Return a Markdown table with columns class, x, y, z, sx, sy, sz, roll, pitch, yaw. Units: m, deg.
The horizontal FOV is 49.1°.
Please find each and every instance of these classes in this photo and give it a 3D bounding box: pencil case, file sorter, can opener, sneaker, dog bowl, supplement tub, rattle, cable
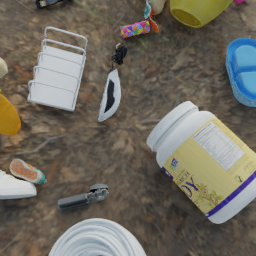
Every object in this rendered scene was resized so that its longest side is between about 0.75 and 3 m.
| class | x | y | z | sx | sy | sz | roll | pitch | yaw |
| --- | --- | --- | --- | --- | --- | --- | --- | --- | --- |
| pencil case | 0.258 | -3.343 | 9.510 | 1.011 | 0.447 | 0.447 | -15 | 67 | -9 |
| file sorter | -1.992 | -1.724 | 8.127 | 1.352 | 1.213 | 1.949 | 13 | 67 | -12 |
| can opener | -1.155 | 1.799 | 7.332 | 1.321 | 0.352 | 0.442 | -13 | 34 | -5 |
| sneaker | -2.673 | 1.214 | 7.510 | 1.217 | 0.486 | 0.434 | 21 | 73 | 31 |
| dog bowl | 3.761 | -1.701 | 8.687 | 1.293 | 0.575 | 2.320 | -5 | 67 | -2 |
| supplement tub | 1.886 | 0.770 | 6.877 | 1.866 | 1.866 | 2.567 | -38 | 71 | -15 |
| sneaker | -3.497 | 1.147 | 7.272 | 2.335 | 0.860 | 1.350 | 1 | 69 | 2 |
| rattle | -4.306 | -1.103 | 8.454 | 2.820 | 2.014 | 1.836 | 9 | 63 | 44 |
| cable | -0.641 | 3.246 | 5.990 | 2.438 | 0.844 | 2.439 | 36 | 86 | 30 |
| rattle | 0.443 | -4.808 | 9.883 | 1.998 | 1.821 | 2.797 | 12 | 93 | 17 |

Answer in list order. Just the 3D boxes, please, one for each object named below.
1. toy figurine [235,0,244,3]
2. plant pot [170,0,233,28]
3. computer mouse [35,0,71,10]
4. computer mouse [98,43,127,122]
| class | x | y | z | sx | sy | sz | roll | pitch | yaw |
| --- | --- | --- | --- | --- | --- | --- | --- | --- | --- |
| toy figurine | 3.750 | -5.413 | 10.143 | 1.916 | 1.563 | 2.082 | 37 | 46 | 1 |
| plant pot | 2.288 | -4.294 | 9.159 | 2.261 | 2.261 | 1.605 | 28 | 94 | 12 |
| computer mouse | -3.074 | -5.480 | 10.404 | 1.387 | 0.555 | 2.530 | -25 | 74 | -5 |
| computer mouse | -0.405 | -1.257 | 8.268 | 0.511 | 1.277 | 2.329 | 14 | 81 | -10 |
